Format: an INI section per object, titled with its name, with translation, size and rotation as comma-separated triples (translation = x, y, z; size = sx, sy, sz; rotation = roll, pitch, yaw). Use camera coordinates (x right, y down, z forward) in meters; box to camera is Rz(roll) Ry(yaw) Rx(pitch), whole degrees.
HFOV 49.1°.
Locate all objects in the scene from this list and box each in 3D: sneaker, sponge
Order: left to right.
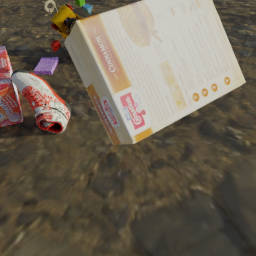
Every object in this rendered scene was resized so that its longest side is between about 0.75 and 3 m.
[sneaker]
translation = -2.374, -0.659, 7.548
size = 0.650, 1.948, 1.044
rotation = -30, 36, 26
[sponge]
translation = -3.179, -2.448, 10.966
size = 0.678, 0.181, 1.216
rotation = 0, 39, 1

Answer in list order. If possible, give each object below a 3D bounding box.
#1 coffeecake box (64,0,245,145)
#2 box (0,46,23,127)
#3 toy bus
[coffeecake box]
translation = 0.495, -1.054, 4.571
size = 2.388, 1.833, 0.872
rotation = -27, 6, -23
[box]
translation = -4.148, -1.296, 8.550
size = 1.310, 1.368, 2.745
rotation = -14, 41, -18
[toy bus]
translation = -1.338, -2.510, 7.091
size = 0.723, 1.320, 1.399
rotation = 36, 45, 21
